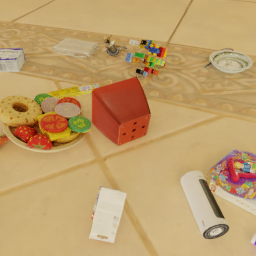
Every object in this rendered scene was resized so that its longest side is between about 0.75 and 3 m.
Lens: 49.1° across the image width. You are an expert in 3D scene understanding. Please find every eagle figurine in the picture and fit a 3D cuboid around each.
[{"bbox_3d":[-0.667,-3.726,12.845,1.049,0.791,0.796,44,96,4],"label":"eagle figurine"}]

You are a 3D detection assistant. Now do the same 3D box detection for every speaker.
[{"bbox_3d":[1.706,1.709,6.418,0.607,0.607,1.494,-6,40,-7],"label":"speaker"}]

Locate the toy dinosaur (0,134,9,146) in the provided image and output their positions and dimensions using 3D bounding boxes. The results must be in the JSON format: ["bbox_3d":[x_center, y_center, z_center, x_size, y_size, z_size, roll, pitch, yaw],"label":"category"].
[{"bbox_3d":[-4.131,0.616,7.522,2.057,1.080,1.866,11,59,-3],"label":"toy dinosaur"}]

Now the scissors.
[{"bbox_3d":[3.920,-3.077,12.380,2.462,0.171,0.901,-23,48,-23],"label":"scissors"}]

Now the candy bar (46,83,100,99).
[{"bbox_3d":[-2.000,-1.295,10.198,2.160,0.239,0.539,-13,46,-16],"label":"candy bar"}]

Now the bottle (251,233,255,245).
[{"bbox_3d":[3.011,2.508,5.701,0.947,0.309,0.396,27,49,28],"label":"bottle"}]

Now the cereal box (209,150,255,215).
[{"bbox_3d":[3.169,1.446,6.873,1.952,0.386,1.404,26,47,27],"label":"cereal box"}]

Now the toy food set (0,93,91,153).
[{"bbox_3d":[-2.398,-0.250,8.368,2.500,0.614,2.526,-15,46,-34],"label":"toy food set"}]

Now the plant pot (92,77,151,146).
[{"bbox_3d":[-0.123,-0.386,8.322,1.498,1.497,1.320,-21,57,-22],"label":"plant pot"}]

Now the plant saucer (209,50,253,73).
[{"bbox_3d":[4.243,-2.688,11.675,1.719,0.432,1.719,0,41,0],"label":"plant saucer"}]

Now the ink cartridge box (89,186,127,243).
[{"bbox_3d":[-0.455,1.851,6.045,0.586,0.271,1.076,17,79,-13],"label":"ink cartridge box"}]

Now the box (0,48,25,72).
[{"bbox_3d":[-4.991,-2.859,11.764,1.009,0.576,1.097,-1,40,-2],"label":"box"}]

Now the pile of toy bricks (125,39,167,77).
[{"bbox_3d":[0.958,-2.789,11.421,1.242,1.396,2.517,11,15,-31],"label":"pile of toy bricks"}]

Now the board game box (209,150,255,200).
[{"bbox_3d":[2.854,1.002,6.856,1.609,0.313,1.271,-29,47,-28],"label":"board game box"}]

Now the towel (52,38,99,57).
[{"bbox_3d":[-2.387,-3.724,12.988,1.890,0.326,1.252,15,41,17],"label":"towel"}]
